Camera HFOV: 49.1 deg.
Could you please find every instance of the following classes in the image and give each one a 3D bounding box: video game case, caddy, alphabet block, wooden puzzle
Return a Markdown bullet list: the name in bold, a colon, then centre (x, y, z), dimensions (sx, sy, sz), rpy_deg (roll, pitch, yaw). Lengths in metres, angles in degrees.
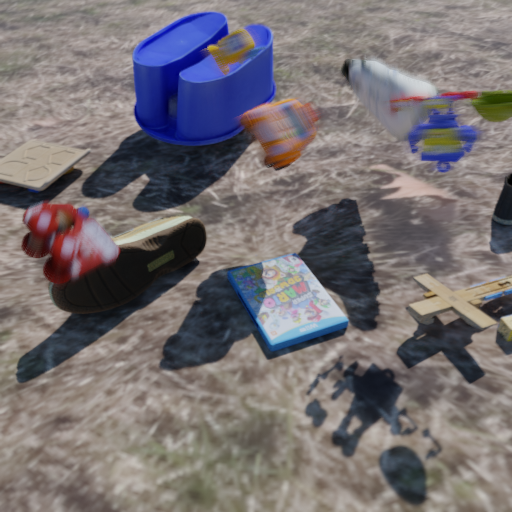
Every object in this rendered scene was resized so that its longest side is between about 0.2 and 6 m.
- **video game case**: centre (0.524, 0.768, 10.252), dimensions (1.489, 0.185, 2.081), rpy_deg (-15, 41, -18)
- **caddy**: centre (-1.370, -4.696, 15.306), dimensions (3.186, 2.365, 4.507), rpy_deg (25, 50, 20)
- **alphabet block**: centre (4.364, 1.235, 9.584), dimensions (0.302, 0.300, 0.307), rpy_deg (-12, 39, -12)
- **wooden puzzle**: centre (-5.362, -2.148, 13.717), dimensions (2.071, 0.479, 1.918), rpy_deg (10, 39, 19)

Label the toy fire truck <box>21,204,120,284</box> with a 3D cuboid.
- **toy fire truck**: centre (-1.784, -0.175, 5.332), dimensions (0.806, 0.452, 0.677), rpy_deg (48, 44, 9)

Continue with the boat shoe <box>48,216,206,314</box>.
- **boat shoe**: centre (-2.502, 0.074, 10.545), dimensions (1.256, 1.182, 3.299), rpy_deg (19, 31, 39)

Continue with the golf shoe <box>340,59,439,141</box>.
- **golf shoe**: centre (2.636, -3.432, 11.855), dimensions (1.577, 1.270, 3.243), rpy_deg (23, 20, -18)

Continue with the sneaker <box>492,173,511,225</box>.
- **sneaker**: centre (5.933, -1.522, 12.448), dimensions (0.714, 1.013, 1.908), rpy_deg (24, 45, 27)

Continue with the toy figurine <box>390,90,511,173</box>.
- **toy figurine**: centre (3.353, -2.049, 9.397), dimensions (2.146, 1.286, 1.132), rpy_deg (10, 25, 36)

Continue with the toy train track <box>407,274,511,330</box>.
- **toy train track**: centre (3.945, 0.821, 10.040), dimensions (2.925, 0.476, 1.678), rpy_deg (-12, 33, -24)

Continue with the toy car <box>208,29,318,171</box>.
- **toy car**: centre (0.054, -3.390, 10.964), dimensions (1.273, 1.877, 3.827), rpy_deg (-30, 71, 12)
